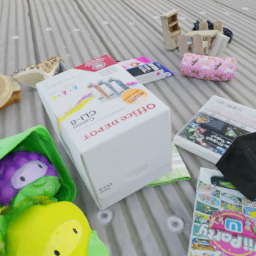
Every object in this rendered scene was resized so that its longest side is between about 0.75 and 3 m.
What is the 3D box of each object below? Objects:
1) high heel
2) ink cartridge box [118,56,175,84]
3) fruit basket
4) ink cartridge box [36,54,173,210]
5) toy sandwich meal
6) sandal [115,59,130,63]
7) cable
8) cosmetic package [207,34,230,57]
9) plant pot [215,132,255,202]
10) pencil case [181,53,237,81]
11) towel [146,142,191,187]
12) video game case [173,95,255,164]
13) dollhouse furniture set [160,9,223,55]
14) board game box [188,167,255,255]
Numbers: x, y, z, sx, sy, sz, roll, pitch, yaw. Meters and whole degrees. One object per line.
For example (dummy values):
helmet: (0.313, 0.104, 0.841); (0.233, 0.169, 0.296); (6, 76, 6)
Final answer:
high heel: (-3.131, -2.078, 9.788); (2.112, 0.754, 1.505); (-8, 44, -35)
ink cartridge box: (0.304, -2.019, 10.075); (2.615, 0.485, 1.238); (-18, 43, -24)
fruit basket: (-1.769, 1.564, 4.636); (3.052, 2.201, 3.052); (-14, 31, 8)
ink cartridge box: (-0.509, -0.015, 6.285); (1.929, 1.920, 2.655); (-27, 47, -17)
toy sandwich meal: (-4.405, -0.928, 8.585); (2.131, 0.730, 2.131); (-1, 49, 1)
sandal: (-0.079, -2.522, 10.821); (0.961, 0.230, 0.361); (7, 40, 8)
cable: (3.884, -4.461, 12.897); (1.873, 0.583, 2.295); (12, 40, 14)
cosmetic package: (3.566, -3.222, 11.080); (0.461, 0.892, 0.389); (0, 33, -37)
plant pot: (2.495, 0.718, 5.209); (1.089, 1.092, 0.968); (-12, 56, -17)
pencil case: (2.820, -2.182, 9.973); (1.916, 0.793, 0.829); (9, 41, 11)
towel: (0.754, 0.729, 6.889); (1.129, 0.232, 1.514); (-10, 41, -10)
video game case: (3.015, 0.231, 7.433); (2.765, 0.323, 2.513); (27, 46, 27)
dollhouse furniture set: (2.496, -3.948, 11.220); (2.121, 1.409, 1.859); (14, 40, 39)
board game box: (2.003, 1.901, 5.095); (1.668, 0.727, 2.261); (10, 41, 13)
